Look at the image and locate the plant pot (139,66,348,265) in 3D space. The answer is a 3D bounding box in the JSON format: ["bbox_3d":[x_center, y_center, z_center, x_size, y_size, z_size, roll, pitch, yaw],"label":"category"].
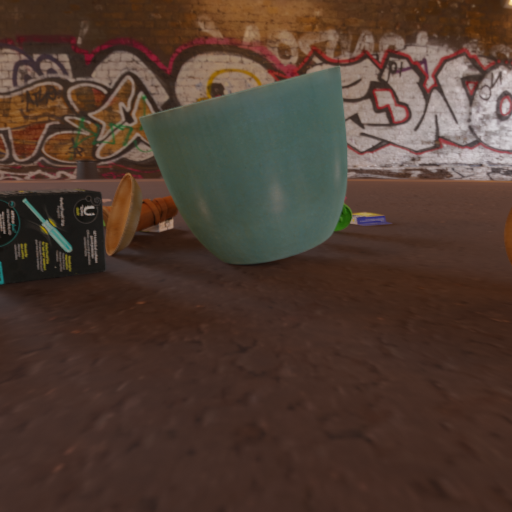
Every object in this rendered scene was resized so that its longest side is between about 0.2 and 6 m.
[{"bbox_3d":[0.026,-1.424,9.391,3.319,2.664,3.319,-13,16,4],"label":"plant pot"}]

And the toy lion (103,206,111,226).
[{"bbox_3d":[-4.185,-1.099,15.124,1.696,0.582,1.626,0,18,-1],"label":"toy lion"}]

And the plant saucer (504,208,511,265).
[{"bbox_3d":[3.790,-0.271,6.595,1.674,1.674,0.296,7,0,36],"label":"plant saucer"}]

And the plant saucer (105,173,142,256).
[{"bbox_3d":[-2.373,-0.722,10.144,0.270,1.527,1.527,13,3,-27],"label":"plant saucer"}]

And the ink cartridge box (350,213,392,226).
[{"bbox_3d":[2.919,-0.994,15.112,1.059,0.252,1.072,-6,10,-32],"label":"ink cartridge box"}]

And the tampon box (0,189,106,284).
[{"bbox_3d":[-3.239,-0.337,8.343,1.659,1.243,1.047,-7,12,-36],"label":"tampon box"}]

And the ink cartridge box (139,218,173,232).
[{"bbox_3d":[-2.441,-0.789,13.602,0.583,0.337,0.802,3,10,15],"label":"ink cartridge box"}]

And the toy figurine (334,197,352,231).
[{"bbox_3d":[1.846,-1.358,13.416,0.860,1.146,1.055,-4,40,11],"label":"toy figurine"}]

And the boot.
[{"bbox_3d":[-2.447,-0.856,12.129,1.630,0.805,2.099,-17,0,-12],"label":"boot"}]
